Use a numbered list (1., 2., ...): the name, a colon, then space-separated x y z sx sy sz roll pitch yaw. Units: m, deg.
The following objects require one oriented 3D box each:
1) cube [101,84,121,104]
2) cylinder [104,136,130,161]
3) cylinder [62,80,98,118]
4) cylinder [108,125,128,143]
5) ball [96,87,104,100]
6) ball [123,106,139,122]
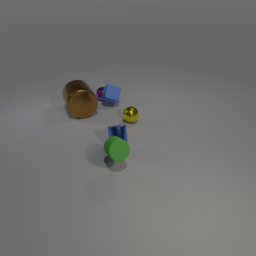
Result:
1. cube: -0.827 -1.668 13.739 0.700 0.700 0.700 14 -13 -20
2. cylinder: -0.371 0.664 9.095 0.700 0.700 0.700 -10 11 -17
3. cylinder: -2.233 -1.354 12.957 1.400 1.400 1.400 -10 31 -17
4. cylinder: -0.378 0.269 10.458 0.700 0.700 0.700 -6 8 1
5. ball: -1.298 -1.761 14.378 0.700 0.700 0.700 0 30 0
6. ball: 0.132 -0.601 12.292 0.700 0.700 0.700 0 30 0
